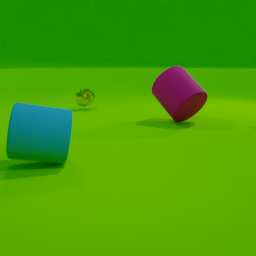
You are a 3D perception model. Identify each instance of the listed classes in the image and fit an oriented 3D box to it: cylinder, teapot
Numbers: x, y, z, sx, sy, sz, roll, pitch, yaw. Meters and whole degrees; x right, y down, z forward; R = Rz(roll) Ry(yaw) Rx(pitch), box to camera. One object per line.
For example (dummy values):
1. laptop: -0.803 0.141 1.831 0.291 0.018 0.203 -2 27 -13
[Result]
1. cylinder: -1.576 0.103 5.059 1.000 1.000 1.000 7 11 -16
2. teapot: -1.683 -1.235 10.984 0.771 0.607 1.240 -41 36 -27
3. cylinder: 1.575 -1.045 8.662 1.259 1.259 1.259 -10 54 -37
